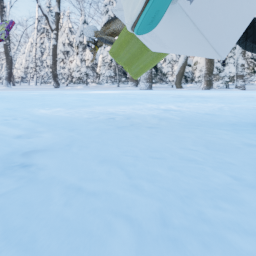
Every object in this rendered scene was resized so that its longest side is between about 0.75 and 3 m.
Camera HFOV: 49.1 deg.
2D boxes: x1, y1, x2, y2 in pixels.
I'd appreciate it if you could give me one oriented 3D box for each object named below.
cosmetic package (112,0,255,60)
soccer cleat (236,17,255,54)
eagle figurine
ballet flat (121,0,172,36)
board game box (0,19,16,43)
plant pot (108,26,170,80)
[{"bbox_3d":[1.438,-3.013,5.849,1.602,2.597,2.606,36,0,-31],"label":"cosmetic package"},{"bbox_3d":[3.100,-1.731,5.758,2.113,0.713,0.856,22,10,-11],"label":"soccer cleat"},{"bbox_3d":[-0.608,-3.144,9.773,1.321,1.328,1.750,-12,0,-39],"label":"eagle figurine"},{"bbox_3d":[0.557,-2.334,3.848,0.878,0.878,2.529,-5,-17,-30],"label":"ballet flat"},{"bbox_3d":[-2.741,-1.927,5.758,0.903,0.542,0.146,0,-27,33],"label":"board game box"},{"bbox_3d":[0.435,-2.518,8.374,1.963,1.864,1.963,44,8,-8],"label":"plant pot"}]
